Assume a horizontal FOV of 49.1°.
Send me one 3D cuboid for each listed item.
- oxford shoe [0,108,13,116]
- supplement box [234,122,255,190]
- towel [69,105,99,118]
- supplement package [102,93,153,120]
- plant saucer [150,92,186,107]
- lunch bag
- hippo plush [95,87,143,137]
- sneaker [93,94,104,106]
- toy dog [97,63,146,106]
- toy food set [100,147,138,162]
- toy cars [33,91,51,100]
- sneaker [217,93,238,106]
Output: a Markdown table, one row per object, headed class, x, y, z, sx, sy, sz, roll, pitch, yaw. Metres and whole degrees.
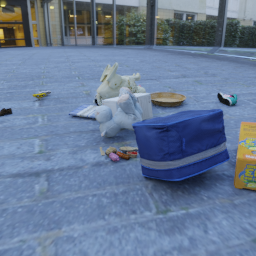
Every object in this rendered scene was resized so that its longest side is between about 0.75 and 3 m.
| class | x | y | z | sx | sy | sz | roll | pitch | yaw |
| --- | --- | --- | --- | --- | --- | --- | --- | --- | --- |
| oxford shoe | -5.962 | -0.781 | 13.308 | 0.860 | 0.363 | 0.312 | -19 | 30 | -37 |
| supplement box | 3.834 | 0.753 | 8.500 | 0.991 | 1.024 | 2.978 | 6 | 25 | 21 |
| towel | -1.524 | -0.737 | 13.341 | 2.119 | 0.252 | 1.556 | 7 | 22 | 18 |
| supplement package | -0.016 | -0.824 | 12.164 | 1.892 | 1.110 | 1.106 | -16 | 16 | -34 |
| plant saucer | 2.111 | -1.538 | 15.224 | 2.074 | 0.367 | 2.074 | 0 | 21 | 0 |
| lunch bag | 1.620 | 0.499 | 8.120 | 2.699 | 1.786 | 1.834 | -13 | 8 | -30 |
| hippo plush | -0.328 | -0.377 | 10.824 | 1.666 | 2.072 | 1.650 | -22 | 12 | 15 |
| sneaker | -0.951 | -1.375 | 14.286 | 1.782 | 0.711 | 1.160 | 12 | 29 | 11 |
| toy dog | -0.152 | -1.756 | 13.508 | 2.359 | 2.287 | 1.646 | 26 | -11 | -21 |
| toy food set | -0.259 | 0.875 | 9.306 | 1.335 | 0.210 | 0.848 | 3 | 21 | -13 |
| toy cars | -4.979 | -1.894 | 16.238 | 0.684 | 0.338 | 1.526 | 3 | 18 | 4 |
| sneaker | 5.481 | -1.628 | 15.179 | 0.789 | 0.547 | 1.307 | -10 | 31 | -12 |
